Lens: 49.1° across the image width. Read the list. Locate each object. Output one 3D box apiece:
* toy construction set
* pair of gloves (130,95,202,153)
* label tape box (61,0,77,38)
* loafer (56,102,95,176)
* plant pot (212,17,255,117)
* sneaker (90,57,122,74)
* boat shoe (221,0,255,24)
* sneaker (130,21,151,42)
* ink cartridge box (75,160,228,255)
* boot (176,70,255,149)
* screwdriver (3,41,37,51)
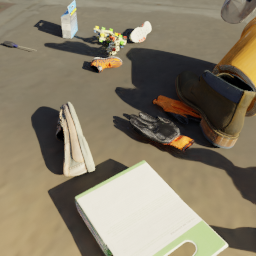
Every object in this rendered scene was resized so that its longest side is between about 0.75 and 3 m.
[{"bbox_3d":[-0.613,-3.252,10.268,0.930,0.653,1.418,1,43,-36],"label":"toy construction set"},{"bbox_3d":[1.087,-0.174,7.027,1.719,0.239,1.929,26,42,27],"label":"pair of gloves"},{"bbox_3d":[-2.318,-4.285,11.007,0.404,1.221,0.875,6,41,5],"label":"label tape box"},{"bbox_3d":[-1.350,0.180,6.344,0.669,0.765,2.127,-19,47,-11],"label":"loafer"},{"bbox_3d":[3.517,-1.524,7.223,2.264,2.473,2.473,-36,51,-13],"label":"plant pot"},{"bbox_3d":[-0.735,-2.009,9.110,1.048,0.407,0.587,1,44,17],"label":"sneaker"},{"bbox_3d":[2.967,-3.268,5.919,0.864,2.436,0.851,27,64,-12],"label":"boat shoe"},{"bbox_3d":[0.394,-3.707,11.031,0.583,0.549,1.424,-3,32,40],"label":"sneaker"},{"bbox_3d":[0.290,1.656,4.773,1.590,0.524,2.186,-24,47,-25],"label":"ink cartridge box"},{"bbox_3d":[2.128,-1.004,7.016,1.100,1.427,2.945,0,41,-19],"label":"boot"},{"bbox_3d":[-3.967,-2.967,10.323,1.552,0.226,0.216,21,46,17],"label":"screwdriver"}]
